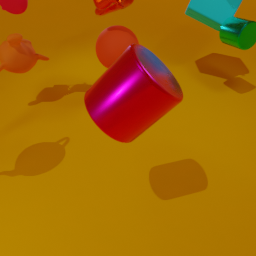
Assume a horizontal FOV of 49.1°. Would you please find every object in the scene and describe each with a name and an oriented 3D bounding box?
[{"bbox_3d":[-3.210,-2.155,8.204,1.694,1.021,1.219,-23,6,-23],"label":"monkey head"},{"bbox_3d":[-0.341,-3.606,7.538,1.722,0.945,1.694,-28,20,-32],"label":"cow figurine"},{"bbox_3d":[-0.303,-2.306,8.138,1.275,1.275,1.275,0,40,0],"label":"ball"},{"bbox_3d":[-2.890,-3.356,7.140,1.226,0.762,0.600,-19,48,36],"label":"teapot"},{"bbox_3d":[3.294,-2.817,8.310,0.821,0.821,0.821,-18,36,-20],"label":"cylinder"},{"bbox_3d":[2.810,-4.125,9.027,1.383,1.383,1.383,27,16,0],"label":"cube"},{"bbox_3d":[0.078,-0.484,4.072,1.043,1.043,1.043,36,30,-25],"label":"cylinder"}]
